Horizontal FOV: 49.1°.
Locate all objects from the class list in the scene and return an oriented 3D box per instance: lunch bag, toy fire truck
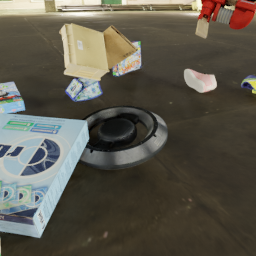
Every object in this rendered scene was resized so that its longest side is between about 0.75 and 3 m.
[{"bbox_3d":[-1.842,-1.576,11.357,1.232,0.785,1.047,-30,37,-15],"label":"lunch bag"},{"bbox_3d":[2.540,-3.036,7.519,1.498,1.702,1.095,25,6,15],"label":"toy fire truck"}]

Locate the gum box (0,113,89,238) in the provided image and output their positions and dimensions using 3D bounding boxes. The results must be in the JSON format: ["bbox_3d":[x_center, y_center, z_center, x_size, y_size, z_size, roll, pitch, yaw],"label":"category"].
[{"bbox_3d":[-2.545,0.809,6.333,2.524,0.662,2.970,5,37,10],"label":"gum box"}]

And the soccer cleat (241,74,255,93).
[{"bbox_3d":[5.702,-1.616,11.724,0.841,0.650,2.011,-41,44,-10],"label":"soccer cleat"}]

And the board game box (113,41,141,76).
[{"bbox_3d":[-0.045,-3.616,14.480,0.362,1.422,2.101,14,31,33],"label":"board game box"}]

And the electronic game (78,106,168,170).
[{"bbox_3d":[-0.308,0.171,8.066,2.888,0.601,2.888,-5,33,3],"label":"electronic game"}]

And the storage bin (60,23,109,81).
[{"bbox_3d":[-1.411,-2.382,8.865,1.422,1.432,0.671,3,-17,-39],"label":"storage bin"}]

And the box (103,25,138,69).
[{"bbox_3d":[-0.616,-2.836,10.013,1.557,1.273,0.166,-20,45,45],"label":"box"}]

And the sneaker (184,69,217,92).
[{"bbox_3d":[3.242,-2.142,12.464,0.922,0.664,1.764,-13,37,-15],"label":"sneaker"}]

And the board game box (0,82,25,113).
[{"bbox_3d":[-5.125,-1.114,10.732,1.832,0.443,2.421,-14,30,-24],"label":"board game box"}]
